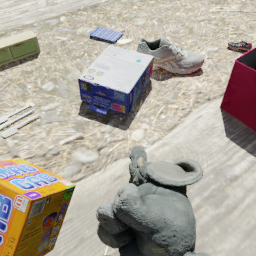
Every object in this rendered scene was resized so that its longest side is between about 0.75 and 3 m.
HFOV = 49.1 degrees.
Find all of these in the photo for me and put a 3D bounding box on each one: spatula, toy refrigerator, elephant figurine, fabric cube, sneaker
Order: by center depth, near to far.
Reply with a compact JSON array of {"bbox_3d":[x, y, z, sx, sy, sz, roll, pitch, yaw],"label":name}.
[{"bbox_3d":[0.776,1.462,6.369,2.300,2.097,2.964,46,40,1],"label":"elephant figurine"},{"bbox_3d":[4.379,-1.236,8.695,1.896,1.926,1.932,-30,54,-26],"label":"fabric cube"},{"bbox_3d":[-3.565,-0.271,9.058,1.369,0.110,0.952,-33,50,-28],"label":"spatula"},{"bbox_3d":[1.603,-2.823,10.620,2.688,1.236,1.017,2,48,2],"label":"sneaker"},{"bbox_3d":[-4.616,-3.194,11.297,1.964,0.745,0.687,-28,53,-24],"label":"toy refrigerator"},{"bbox_3d":[4.731,-3.524,11.855,0.996,0.372,0.402,15,49,14],"label":"sneaker"}]

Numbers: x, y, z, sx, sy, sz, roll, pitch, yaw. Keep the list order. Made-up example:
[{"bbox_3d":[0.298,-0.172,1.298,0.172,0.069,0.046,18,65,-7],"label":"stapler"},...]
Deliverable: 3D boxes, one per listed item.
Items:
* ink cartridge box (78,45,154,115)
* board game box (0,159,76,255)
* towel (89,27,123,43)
[{"bbox_3d":[-0.455,-1.600,9.621,1.836,1.027,2.691,18,48,16],"label":"ink cartridge box"},{"bbox_3d":[-1.454,1.056,3.548,0.996,0.997,0.996,21,94,17],"label":"board game box"},{"bbox_3d":[-0.990,-4.205,12.669,1.301,0.155,0.942,20,48,16],"label":"towel"}]
